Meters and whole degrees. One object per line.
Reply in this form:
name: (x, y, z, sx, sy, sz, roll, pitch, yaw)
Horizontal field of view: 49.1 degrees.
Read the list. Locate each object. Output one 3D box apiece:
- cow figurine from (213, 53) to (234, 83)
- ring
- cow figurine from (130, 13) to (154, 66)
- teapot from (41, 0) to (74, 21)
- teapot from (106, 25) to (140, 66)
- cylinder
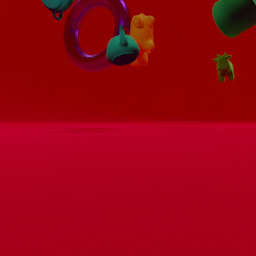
cow figurine: (2.734, -1.757, 7.932, 0.503, 0.902, 0.916, -8, 29, 25)
ring: (-0.839, -2.513, 7.278, 2.096, 2.096, 0.419, 1, 0, 30)
cow figurine: (0.276, -1.994, 6.411, 0.640, 1.167, 1.148, 0, 17, -5)
teapot: (-1.402, -2.812, 5.712, 0.762, 1.226, 0.600, 25, 36, 15)
teapot: (-0.118, -1.601, 5.581, 0.677, 0.533, 1.089, -11, -13, -6)
cylinder: (2.998, -3.135, 7.409, 1.070, 1.070, 1.070, -1, -15, -36)
